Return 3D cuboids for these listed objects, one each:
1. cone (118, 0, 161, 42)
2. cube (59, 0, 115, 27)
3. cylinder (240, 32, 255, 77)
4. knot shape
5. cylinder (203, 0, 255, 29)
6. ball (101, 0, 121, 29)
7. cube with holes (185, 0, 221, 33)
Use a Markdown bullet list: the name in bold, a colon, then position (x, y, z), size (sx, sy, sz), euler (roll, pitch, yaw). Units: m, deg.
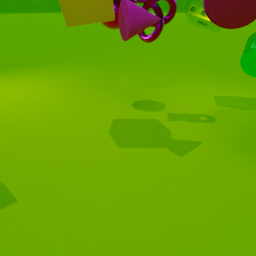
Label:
- **cone**: position (0.374, -2.704, 6.991), size (0.998, 0.994, 0.994), euler (-8, 26, -16)
- **cube**: position (-1.146, -3.770, 7.591), size (1.355, 1.355, 1.355), euler (-8, 49, 2)
- **cylinder**: position (4.186, -2.329, 8.803), size (1.088, 1.088, 1.088), euler (12, 49, 24)
- **knot shape**: position (0.614, -3.568, 8.656), size (1.459, 1.559, 0.720), euler (35, 12, 1)
- **cylinder**: position (1.773, -2.286, 4.623), size (0.956, 0.956, 0.956), euler (7, 46, 16)
- **ball**: position (-0.487, -4.020, 9.679), size (1.151, 1.151, 1.151), euler (0, 25, 0)
- **cube with holes**: position (2.899, -4.290, 9.965), size (1.183, 1.183, 1.183), euler (26, 10, 16)
